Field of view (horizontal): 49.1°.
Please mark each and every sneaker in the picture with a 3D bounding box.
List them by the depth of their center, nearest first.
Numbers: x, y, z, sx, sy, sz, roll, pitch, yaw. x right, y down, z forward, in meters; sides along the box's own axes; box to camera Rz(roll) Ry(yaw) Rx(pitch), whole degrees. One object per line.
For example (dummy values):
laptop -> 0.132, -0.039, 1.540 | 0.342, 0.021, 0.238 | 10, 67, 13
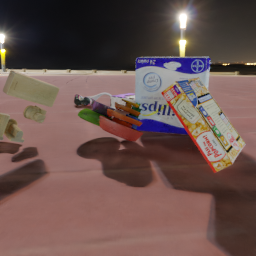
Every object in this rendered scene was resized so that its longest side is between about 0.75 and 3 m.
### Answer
sneaker -> -2.214, -1.361, 14.389 | 1.397, 0.561, 0.603 | 21, 11, 40

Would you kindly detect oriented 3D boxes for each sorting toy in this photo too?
sorting toy -> -0.302, -0.399, 7.720 | 1.491, 1.019, 2.482 | 21, 2, -35

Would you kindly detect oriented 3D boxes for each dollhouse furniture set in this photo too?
dollhouse furniture set -> -3.234, -0.723, 7.689 | 1.445, 1.773, 1.686 | 30, 9, 39

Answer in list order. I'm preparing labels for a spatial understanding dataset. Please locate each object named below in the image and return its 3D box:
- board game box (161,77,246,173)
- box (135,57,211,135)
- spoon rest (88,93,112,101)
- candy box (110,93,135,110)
board game box -> 1.732, -0.175, 6.206 | 0.458, 1.978, 1.498 | -38, -9, 33
box -> 1.400, -1.058, 8.850 | 2.133, 2.319, 1.217 | 5, 15, 18
spoon rest -> -1.682, -1.614, 15.076 | 1.921, 0.582, 0.954 | 1, 13, 2
candy box -> 0.356, -1.195, 13.097 | 1.826, 0.653, 1.532 | 11, 17, 38
